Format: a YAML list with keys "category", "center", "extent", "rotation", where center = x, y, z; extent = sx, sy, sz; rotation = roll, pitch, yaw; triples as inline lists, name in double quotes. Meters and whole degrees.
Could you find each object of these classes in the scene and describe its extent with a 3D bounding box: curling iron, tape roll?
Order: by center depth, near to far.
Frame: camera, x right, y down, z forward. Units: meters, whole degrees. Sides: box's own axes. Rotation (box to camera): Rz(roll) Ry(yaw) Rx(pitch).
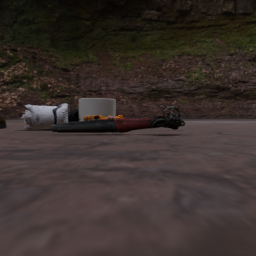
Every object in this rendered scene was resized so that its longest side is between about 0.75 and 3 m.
- category: "curling iron"
  center: [-0.215, -0.138, 6.264]
  extent: [2.989, 0.382, 0.741]
  rotation: [-3, -25, 2]
- category: "tape roll"
  center: [-1.612, -0.847, 14.805]
  extent: [1.945, 1.336, 1.945]
  rotation: [0, 2, 0]

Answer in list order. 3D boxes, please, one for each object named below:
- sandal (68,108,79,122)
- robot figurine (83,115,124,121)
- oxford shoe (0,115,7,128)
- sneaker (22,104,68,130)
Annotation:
- category: "sandal"
  center: [-2.957, -0.693, 15.063]
  extent: [0.593, 0.932, 2.479]
  rotation: [15, 3, 1]
- category: "robot figurine"
  center: [-1.018, -0.269, 10.850]
  extent: [1.220, 0.490, 1.682]
  rotation: [0, 1, 42]
- category: "oxford shoe"
  center: [-4.869, -0.288, 9.973]
  extent: [1.458, 0.615, 0.530]
  rotation: [-1, 4, 26]
- category: "sneaker"
  center: [-2.665, -0.401, 9.232]
  extent: [1.319, 0.862, 2.295]
  rotation: [2, 5, -10]
